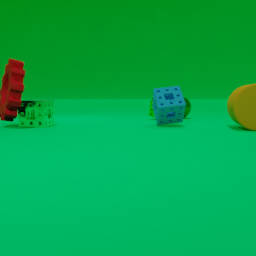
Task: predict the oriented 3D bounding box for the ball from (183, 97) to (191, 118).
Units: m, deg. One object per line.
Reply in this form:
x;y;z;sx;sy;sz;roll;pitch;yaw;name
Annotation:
2.326;-0.920;12.529;0.987;0.987;0.987;0;6;0;ball

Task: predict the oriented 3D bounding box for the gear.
-3.723;-1.196;8.905;0.358;1.938;1.938;8;1;-33;gear

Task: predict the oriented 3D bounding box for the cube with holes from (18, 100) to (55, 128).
-3.000;-0.482;9.222;0.858;0.858;0.858;1;6;7;cube with holes

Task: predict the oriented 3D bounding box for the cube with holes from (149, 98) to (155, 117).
1.330;-0.887;11.640;0.703;0.703;0.703;17;44;14;cube with holes

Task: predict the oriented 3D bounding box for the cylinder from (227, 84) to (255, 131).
3.792;-0.648;8.475;1.346;1.346;1.346;1;7;12;cylinder

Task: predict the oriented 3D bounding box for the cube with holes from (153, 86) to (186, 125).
1.321;-0.733;9.205;0.862;0.862;0.862;-7;51;-3;cube with holes
